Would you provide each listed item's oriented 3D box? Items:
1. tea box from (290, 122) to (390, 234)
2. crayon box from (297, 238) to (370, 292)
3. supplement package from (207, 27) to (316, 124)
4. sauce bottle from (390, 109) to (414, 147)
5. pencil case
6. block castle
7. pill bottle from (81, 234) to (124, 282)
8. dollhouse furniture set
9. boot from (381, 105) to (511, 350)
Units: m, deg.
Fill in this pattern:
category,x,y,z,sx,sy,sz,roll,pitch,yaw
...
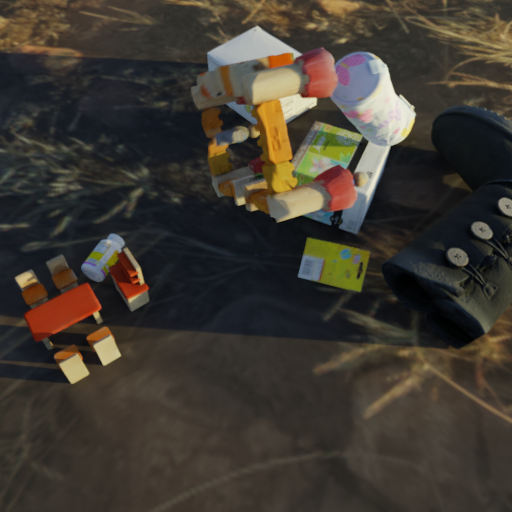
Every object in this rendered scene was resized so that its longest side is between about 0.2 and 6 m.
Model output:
category,x,y,z,sx,sy,sz,roll,pitch,yaw
tea box,1.489,-1.492,10.516,1.542,1.048,1.568,19,52,13
crayon box,1.342,0.161,9.521,1.133,0.288,0.719,14,90,26
supplement package,0.138,-3.861,12.247,1.520,1.082,1.952,-37,62,-24
sauce bottle,2.957,-2.762,11.875,0.416,0.416,1.287,28,60,19
pencil case,1.968,-2.558,9.396,0.975,2.150,0.894,-5,79,29
block castle,0.289,-2.014,9.161,1.649,2.348,3.514,-18,18,-16
pill bottle,-2.673,0.017,9.876,0.437,0.437,0.839,20,56,14
dollhouse furniture set,-2.754,0.713,9.037,1.893,0.986,1.913,-29,59,-19
boot,3.573,-0.738,9.998,3.316,1.321,4.023,38,67,25
